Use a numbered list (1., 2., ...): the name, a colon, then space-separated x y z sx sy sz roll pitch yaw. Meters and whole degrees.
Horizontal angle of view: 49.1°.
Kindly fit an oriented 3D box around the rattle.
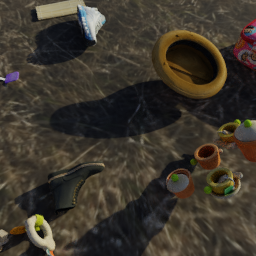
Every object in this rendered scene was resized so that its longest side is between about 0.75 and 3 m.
1. rattle: -2.016 2.559 6.090 0.819 0.746 1.146 -31 84 -10

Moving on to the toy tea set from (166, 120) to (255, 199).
1. toy tea set: 2.079 0.616 6.548 2.773 1.026 1.649 -40 29 -17

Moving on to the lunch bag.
1. lunch bag: 5.397 -2.712 9.456 2.946 1.207 2.595 37 58 23

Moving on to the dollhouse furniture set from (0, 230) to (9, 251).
1. dollhouse furniture set: -3.606 2.513 5.893 2.312 1.198 1.023 23 97 15

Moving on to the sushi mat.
1. sushi mat: -2.774 -4.959 11.649 2.040 0.123 0.976 -16 55 -11

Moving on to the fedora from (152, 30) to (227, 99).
1. fedora: 1.793 -1.834 8.686 2.416 0.985 2.416 4 72 -11

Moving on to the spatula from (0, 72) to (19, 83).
1. spatula: -4.370 -1.627 9.239 1.555 0.160 0.439 -5 53 -3

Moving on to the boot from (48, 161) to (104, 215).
1. boot: -1.186 1.454 6.865 1.438 0.557 0.994 -19 60 2

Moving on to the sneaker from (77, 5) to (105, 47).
1. sneaker: -1.301 -3.931 10.510 0.985 0.852 2.273 -8 55 -12
